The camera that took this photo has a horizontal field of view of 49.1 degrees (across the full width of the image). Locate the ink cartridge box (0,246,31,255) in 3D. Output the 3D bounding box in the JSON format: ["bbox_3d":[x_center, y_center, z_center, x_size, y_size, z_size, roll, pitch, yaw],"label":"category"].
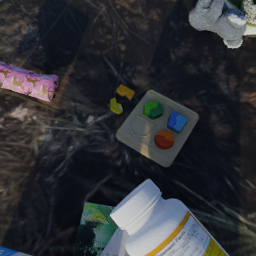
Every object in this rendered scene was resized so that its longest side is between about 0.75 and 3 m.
[{"bbox_3d":[-1.764,3.408,4.913,2.527,1.065,1.845,12,78,8],"label":"ink cartridge box"}]

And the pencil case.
[{"bbox_3d":[-2.837,-1.284,7.520,1.832,0.793,0.759,14,73,-1],"label":"pencil case"}]

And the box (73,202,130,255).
[{"bbox_3d":[-0.442,2.633,5.920,1.370,0.345,1.898,8,64,4],"label":"box"}]

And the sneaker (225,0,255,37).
[{"bbox_3d":[3.824,-4.109,8.730,1.049,1.209,2.729,-5,55,-4],"label":"sneaker"}]

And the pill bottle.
[{"bbox_3d":[0.849,2.246,5.245,1.393,1.393,2.508,-39,83,-18],"label":"pill bottle"}]

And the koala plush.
[{"bbox_3d":[2.835,-3.209,8.335,1.510,1.457,1.643,-35,68,-3],"label":"koala plush"}]

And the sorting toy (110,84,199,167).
[{"bbox_3d":[0.479,-0.251,7.371,2.333,0.312,1.738,30,67,14],"label":"sorting toy"}]
